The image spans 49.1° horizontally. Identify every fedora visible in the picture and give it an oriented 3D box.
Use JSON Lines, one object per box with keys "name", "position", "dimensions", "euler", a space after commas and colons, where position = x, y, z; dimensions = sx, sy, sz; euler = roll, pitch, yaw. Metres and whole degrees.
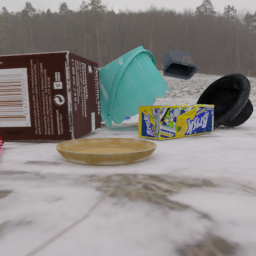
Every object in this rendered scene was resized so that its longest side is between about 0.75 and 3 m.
{"name": "fedora", "position": [3.883, -0.820, 10.957], "dimensions": [1.247, 2.730, 2.730], "euler": [34, -7, -20]}

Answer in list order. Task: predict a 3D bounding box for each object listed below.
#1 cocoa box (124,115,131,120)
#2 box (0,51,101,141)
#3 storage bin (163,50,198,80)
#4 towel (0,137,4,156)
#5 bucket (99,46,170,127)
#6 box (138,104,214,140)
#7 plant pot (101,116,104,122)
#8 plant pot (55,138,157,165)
{"name": "cocoa box", "position": [-0.866, -1.272, 15.825], "dimensions": [1.557, 1.532, 2.335], "euler": [-2, 6, -16]}
{"name": "box", "position": [-2.181, -0.891, 8.072], "dimensions": [2.182, 2.204, 2.657], "euler": [-1, 7, 10]}
{"name": "storage bin", "position": [1.883, -2.405, 10.292], "dimensions": [1.188, 0.798, 0.864], "euler": [6, -31, -20]}
{"name": "towel", "position": [-3.202, 0.445, 4.821], "dimensions": [1.875, 0.292, 2.593], "euler": [-3, 7, -21]}
{"name": "bucket", "position": [-0.072, -1.562, 10.372], "dimensions": [2.945, 1.916, 2.945], "euler": [-31, 11, 6]}
{"name": "box", "position": [1.518, -0.236, 8.364], "dimensions": [2.649, 0.928, 0.852], "euler": [-5, 8, -42]}
{"name": "plant pot", "position": [-1.712, -1.289, 11.778], "dimensions": [2.014, 2.151, 2.014], "euler": [-6, 4, 0]}
{"name": "plant pot", "position": [-0.393, 0.419, 5.256], "dimensions": [1.868, 0.257, 1.868], "euler": [-1, 6, 0]}
